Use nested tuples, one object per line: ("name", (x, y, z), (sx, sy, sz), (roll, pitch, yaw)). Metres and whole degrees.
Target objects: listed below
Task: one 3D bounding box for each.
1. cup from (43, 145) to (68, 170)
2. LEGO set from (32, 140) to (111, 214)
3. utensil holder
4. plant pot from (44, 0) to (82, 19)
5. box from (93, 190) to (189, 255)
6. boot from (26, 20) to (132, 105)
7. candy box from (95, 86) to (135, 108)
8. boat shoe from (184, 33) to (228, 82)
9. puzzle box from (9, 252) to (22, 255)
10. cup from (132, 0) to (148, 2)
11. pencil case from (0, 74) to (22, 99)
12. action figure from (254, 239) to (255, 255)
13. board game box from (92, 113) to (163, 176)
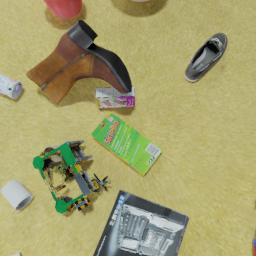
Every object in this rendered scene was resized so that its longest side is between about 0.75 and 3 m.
("cup", (-2.348, 0.922, 9.525), (0.876, 0.876, 0.627), (38, 33, 11))
("LEGO set", (-1.822, 1.496, 9.253), (1.833, 1.381, 2.384), (-40, 79, 15))
("utensil holder", (-3.639, 2.180, 9.173), (0.789, 0.671, 0.671), (42, 77, 15))
("plant pot", (-2.631, -5.371, 11.091), (1.822, 1.612, 1.822), (-1, 71, 4))
("box", (0.283, 3.607, 8.338), (2.263, 0.714, 2.869), (16, 72, 24))
("boot", (-1.663, -1.584, 9.418), (2.774, 2.947, 1.009), (42, 32, -21))
("candy box", (-0.446, -1.095, 10.084), (1.387, 0.946, 0.423), (-2, 71, 0))
("boat shoe", (3.115, -2.851, 10.771), (0.857, 0.730, 2.563), (37, 76, 11))
("puzzle box", (-3.686, 4.729, 8.566), (1.020, 0.195, 1.533), (-13, 72, -4))
("cup", (0.540, -6.263, 11.066), (2.714, 1.941, 2.714), (-5, 50, 6))
("pencil case", (-4.752, -1.644, 10.383), (1.605, 0.728, 0.667), (23, 112, 9))
("action figure", (4.552, 2.784, 8.539), (0.976, 1.480, 2.991), (15, 66, 4))
("board game box", (-0.060, 0.535, 9.881), (2.362, 0.354, 1.128), (37, 75, 9))
